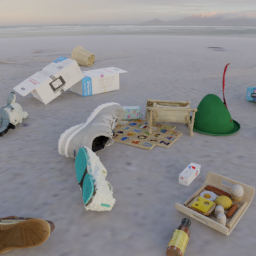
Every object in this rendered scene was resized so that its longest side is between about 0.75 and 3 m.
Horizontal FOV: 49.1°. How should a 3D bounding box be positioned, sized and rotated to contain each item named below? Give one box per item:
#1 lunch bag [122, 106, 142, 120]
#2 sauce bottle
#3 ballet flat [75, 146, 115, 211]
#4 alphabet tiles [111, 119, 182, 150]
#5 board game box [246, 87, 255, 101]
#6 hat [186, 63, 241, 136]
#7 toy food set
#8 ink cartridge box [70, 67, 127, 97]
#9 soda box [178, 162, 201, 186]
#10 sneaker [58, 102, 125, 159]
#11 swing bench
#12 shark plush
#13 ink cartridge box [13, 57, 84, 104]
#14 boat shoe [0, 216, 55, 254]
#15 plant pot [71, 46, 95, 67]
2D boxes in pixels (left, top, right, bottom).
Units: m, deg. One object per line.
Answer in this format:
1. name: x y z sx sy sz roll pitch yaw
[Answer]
1. lunch bag: -0.006 -0.624 11.305 1.135 0.437 0.910 -2 12 0
2. sauce bottle: 0.991 2.069 5.288 0.312 0.312 0.946 11 23 23
3. ballet flat: -0.825 1.258 6.877 0.821 0.821 2.287 -6 27 -13
4. alphabet tiles: 0.501 0.156 10.022 2.579 0.082 2.146 13 26 28
5. board game box: 7.221 -1.525 12.637 2.832 0.665 2.138 -1 9 -2
6. hat: 3.214 -1.129 10.440 1.989 2.114 2.401 -2 23 -5
7. toy food set: 1.955 1.556 6.217 1.175 0.495 1.637 19 29 37
8. ink cartridge box: -1.588 -2.572 15.250 2.834 0.961 1.631 -17 29 -31
9. soda box: 1.622 1.205 7.351 0.273 0.255 0.803 16 28 32
10. sneaker: -0.854 0.190 9.011 1.209 1.102 2.949 25 42 20
11. swing bench: 1.501 -0.493 10.247 1.605 1.047 1.614 2 23 -2
12. shark plush: -4.519 -0.249 10.628 1.044 1.139 2.507 -25 43 0
13. ink cartridge box: -3.840 -2.200 13.595 2.949 0.984 1.708 -40 38 -18
14. boat shoe: -2.268 1.976 5.285 1.775 0.640 0.639 -10 -8 3
15. plant pot: -3.360 -5.409 21.588 1.386 1.514 1.514 25 32 24
